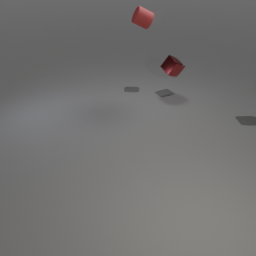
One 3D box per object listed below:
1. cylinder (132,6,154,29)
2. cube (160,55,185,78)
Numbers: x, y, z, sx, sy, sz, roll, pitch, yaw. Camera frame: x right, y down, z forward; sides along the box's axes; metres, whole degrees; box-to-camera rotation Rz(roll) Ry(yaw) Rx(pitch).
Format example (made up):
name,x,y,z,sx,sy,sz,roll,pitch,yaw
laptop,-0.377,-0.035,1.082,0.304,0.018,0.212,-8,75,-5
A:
name,x,y,z,sx,sy,sz,roll,pitch,yaw
cylinder,0.607,-4.552,11.565,0.700,0.700,0.700,19,25,-21
cube,2.125,-2.923,13.315,0.700,0.700,0.700,6,42,-46
